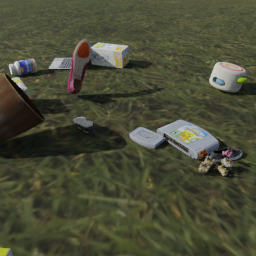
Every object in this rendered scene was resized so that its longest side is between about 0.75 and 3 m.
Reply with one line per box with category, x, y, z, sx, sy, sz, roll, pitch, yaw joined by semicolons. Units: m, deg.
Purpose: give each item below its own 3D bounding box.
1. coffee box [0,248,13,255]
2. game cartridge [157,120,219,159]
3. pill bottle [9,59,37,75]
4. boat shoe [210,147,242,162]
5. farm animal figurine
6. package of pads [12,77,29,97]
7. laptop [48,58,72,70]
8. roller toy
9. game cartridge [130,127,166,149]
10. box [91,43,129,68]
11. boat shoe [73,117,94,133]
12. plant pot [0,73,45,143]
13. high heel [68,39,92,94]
coffee box;-2.341;2.504;3.665;1.372;1.357;1.370;3;32;5
game cartridge;1.788;0.276;8.265;1.093;0.332;1.640;-18;36;-33
pill bottle;-4.804;-2.775;12.831;1.117;0.626;0.626;-18;36;-26
boat shoe;2.679;0.664;7.600;0.979;0.324;0.342;-7;33;-11
farm animal figurine;2.241;0.912;7.177;0.867;0.436;0.700;6;51;3
package of pads;-3.859;-1.188;9.972;0.423;0.957;1.239;-17;36;-27
laptop;-2.950;-3.632;13.834;1.768;1.024;1.655;0;31;-1
roller toy;3.996;-2.025;11.301;1.258;0.963;1.379;12;30;-1
game cartridge;0.551;0.293;8.349;0.957;0.194;0.638;24;36;34
box;-0.893;-3.632;13.971;1.695;0.859;0.954;12;35;18
boat shoe;-1.394;-0.099;8.817;0.401;0.327;1.085;-26;27;-31
plant pot;-3.543;-0.293;7.754;1.785;1.668;1.668;-40;42;-7
high heel;-1.900;-2.304;10.592;0.691;2.049;0.985;17;-9;-21
